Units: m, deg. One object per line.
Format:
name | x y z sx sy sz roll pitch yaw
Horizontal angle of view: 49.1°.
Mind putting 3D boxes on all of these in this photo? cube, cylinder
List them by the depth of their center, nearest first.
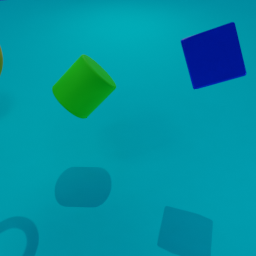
cube | 1.441 -1.202 4.761 0.840 0.840 0.840 -14 9 19
cylinder | -0.920 -0.868 5.940 0.982 0.982 0.982 -43 49 14

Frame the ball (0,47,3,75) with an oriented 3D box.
ball | -2.266 -0.928 3.648 1.167 1.167 1.167 0 46 0
